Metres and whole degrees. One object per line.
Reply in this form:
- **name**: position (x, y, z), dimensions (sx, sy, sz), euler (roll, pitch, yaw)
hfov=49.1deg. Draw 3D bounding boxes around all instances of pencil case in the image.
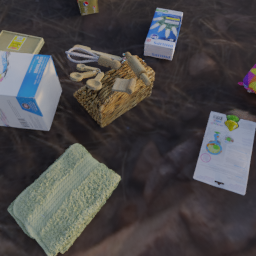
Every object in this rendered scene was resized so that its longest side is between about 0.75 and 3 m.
- **pencil case**: position (4.721, -0.903, 8.361), dimensions (1.212, 1.212, 2.743), euler (-30, 61, -17)

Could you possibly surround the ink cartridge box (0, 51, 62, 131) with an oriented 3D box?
- **ink cartridge box**: position (-3.329, -1.086, 8.139), dimensions (2.218, 1.633, 1.604), euler (6, 59, 4)

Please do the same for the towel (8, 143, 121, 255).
- **towel**: position (-1.565, 1.702, 7.122), dimensions (1.884, 0.463, 2.539), euler (35, 65, 18)

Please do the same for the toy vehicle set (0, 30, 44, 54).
- **toy vehicle set**: position (-4.008, -2.984, 10.130), dimensions (1.654, 0.219, 1.028), euler (14, 60, 8)

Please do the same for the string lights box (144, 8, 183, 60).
- **string lights box**: position (1.303, -3.431, 10.181), dimensions (1.028, 0.590, 2.000), euler (13, 59, 8)

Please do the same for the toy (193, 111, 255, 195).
- **toy**: position (2.664, 0.668, 7.717), dimensions (1.299, 0.533, 2.257), euler (17, 63, 13)

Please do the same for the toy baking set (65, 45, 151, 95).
- **toy baking set**: position (-0.561, -1.646, 7.132), dimensions (1.937, 0.294, 2.524), euler (-1, 40, -18)

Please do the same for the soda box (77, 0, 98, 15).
- **soda box**: position (-1.789, -5.602, 11.455), dimensions (0.733, 0.693, 2.165), euler (-13, 60, -7)

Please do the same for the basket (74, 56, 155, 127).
- **basket**: position (-0.481, -1.372, 8.321), dimensions (2.128, 1.519, 1.585), euler (-35, 68, -17)

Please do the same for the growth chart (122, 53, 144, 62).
- **growth chart**: position (0.064, -1.969, 9.581), dimensions (0.952, 0.117, 1.315), euler (17, 61, 9)
